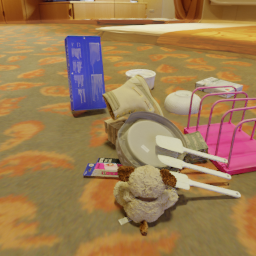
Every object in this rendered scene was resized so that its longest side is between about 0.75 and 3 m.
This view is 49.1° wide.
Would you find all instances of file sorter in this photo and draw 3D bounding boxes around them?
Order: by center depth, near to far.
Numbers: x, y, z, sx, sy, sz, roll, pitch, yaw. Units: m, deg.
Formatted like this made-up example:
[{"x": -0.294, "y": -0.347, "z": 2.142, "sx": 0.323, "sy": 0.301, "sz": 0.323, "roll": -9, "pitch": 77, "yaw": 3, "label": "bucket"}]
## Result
[{"x": 3.315, "y": -0.119, "z": 8.906, "sx": 1.929, "sy": 1.741, "sz": 2.776, "roll": -7, "pitch": 28, "yaw": -14, "label": "file sorter"}]

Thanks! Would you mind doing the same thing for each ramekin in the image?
[{"x": 0.655, "y": -2.515, "z": 14.696, "sx": 1.561, "sy": 0.761, "sz": 1.561, "roll": 0, "pitch": 28, "yaw": 0, "label": "ramekin"}]

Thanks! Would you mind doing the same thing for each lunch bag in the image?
[{"x": 1.870, "y": 0.621, "z": 8.684, "sx": 1.021, "sy": 0.601, "sz": 0.838, "roll": -14, "pitch": 37, "yaw": 2, "label": "lunch bag"}]

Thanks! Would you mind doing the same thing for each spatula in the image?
[{"x": 1.802, "y": 1.001, "z": 7.302, "sx": 2.287, "sy": 0.184, "sz": 1.590, "roll": 15, "pitch": 39, "yaw": -13, "label": "spatula"}]

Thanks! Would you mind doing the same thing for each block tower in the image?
[{"x": 0.269, "y": 0.439, "z": 8.905, "sx": 0.770, "sy": 0.719, "sz": 2.663, "roll": -20, "pitch": 34, "yaw": -29, "label": "block tower"}]

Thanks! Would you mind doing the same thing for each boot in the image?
[{"x": 0.212, "y": -0.547, "z": 9.036, "sx": 1.531, "sy": 1.969, "sz": 0.717, "roll": -32, "pitch": 10, "yaw": -18, "label": "boot"}]

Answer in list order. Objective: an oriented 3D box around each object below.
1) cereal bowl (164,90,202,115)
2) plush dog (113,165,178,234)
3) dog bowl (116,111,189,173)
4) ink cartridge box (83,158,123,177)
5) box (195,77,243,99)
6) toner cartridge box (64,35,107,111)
[{"x": 2.413, "y": -1.202, "z": 12.217, "sx": 1.642, "sy": 0.684, "sz": 1.642, "roll": 0, "pitch": 26, "yaw": 0, "label": "cereal bowl"}, {"x": 0.374, "y": 1.438, "z": 6.267, "sx": 1.572, "sy": 1.350, "sz": 1.261, "roll": 3, "pitch": 27, "yaw": 7, "label": "plush dog"}, {"x": 0.628, "y": 0.538, "z": 7.899, "sx": 2.139, "sy": 0.627, "sz": 2.139, "roll": 12, "pitch": 49, "yaw": -15, "label": "dog bowl"}, {"x": -0.486, "y": 1.129, "z": 8.046, "sx": 1.518, "sy": 0.281, "sz": 0.719, "roll": 0, "pitch": 21, "yaw": 5, "label": "ink cartridge box"}, {"x": 4.618, "y": -2.086, "z": 14.275, "sx": 1.450, "sy": 0.383, "sz": 1.860, "roll": -22, "pitch": 34, "yaw": -36, "label": "box"}, {"x": -1.760, "y": -2.245, "z": 11.627, "sx": 1.417, "sy": 2.983, "sz": 0.644, "roll": -6, "pitch": 5, "yaw": -22, "label": "toner cartridge box"}]
